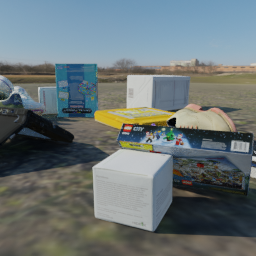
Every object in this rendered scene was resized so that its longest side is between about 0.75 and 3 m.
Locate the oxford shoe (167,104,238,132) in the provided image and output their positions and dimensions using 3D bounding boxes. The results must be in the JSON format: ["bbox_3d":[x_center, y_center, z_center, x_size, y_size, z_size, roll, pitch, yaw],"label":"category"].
[{"bbox_3d":[1.765,0.038,6.931,0.945,0.906,2.559,-24,13,-8],"label":"oxford shoe"}]

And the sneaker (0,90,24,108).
[{"bbox_3d":[-4.471,-0.803,9.914,2.448,1.099,0.821,7,14,36],"label":"sneaker"}]

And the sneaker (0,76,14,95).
[{"bbox_3d":[-5.320,-1.018,10.258,2.528,0.916,1.441,-12,40,31],"label":"sneaker"}]

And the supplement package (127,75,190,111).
[{"bbox_3d":[1.449,-1.639,12.948,2.774,1.578,1.519,-9,16,-44],"label":"supplement package"}]

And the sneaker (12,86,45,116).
[{"bbox_3d":[-4.145,-1.059,10.778,2.419,1.205,0.906,7,-10,28],"label":"sneaker"}]

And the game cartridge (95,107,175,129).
[{"bbox_3d":[0.484,-0.319,9.270,2.312,0.425,2.623,-7,12,-32],"label":"game cartridge"}]

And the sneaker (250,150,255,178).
[{"bbox_3d":[2.106,0.540,5.020,0.692,0.452,1.236,-3,19,-30],"label":"sneaker"}]

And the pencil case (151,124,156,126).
[{"bbox_3d":[0.636,0.145,7.042,0.364,0.371,0.868,-1,12,7],"label":"pencil case"}]

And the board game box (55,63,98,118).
[{"bbox_3d":[-1.946,-1.441,10.772,1.535,2.034,0.477,1,12,2],"label":"board game box"}]

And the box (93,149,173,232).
[{"bbox_3d":[0.086,0.700,3.405,0.775,0.664,0.771,6,14,23],"label":"box"}]

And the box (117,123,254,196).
[{"bbox_3d":[0.797,0.435,3.862,1.662,1.135,0.313,5,57,23],"label":"box"}]

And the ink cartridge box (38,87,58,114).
[{"bbox_3d":[-2.974,-1.184,11.853,1.537,1.111,0.650,-5,12,-22],"label":"ink cartridge box"}]

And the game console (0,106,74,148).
[{"bbox_3d":[-3.071,0.358,6.251,2.749,1.600,2.418,7,-17,30],"label":"game console"}]
